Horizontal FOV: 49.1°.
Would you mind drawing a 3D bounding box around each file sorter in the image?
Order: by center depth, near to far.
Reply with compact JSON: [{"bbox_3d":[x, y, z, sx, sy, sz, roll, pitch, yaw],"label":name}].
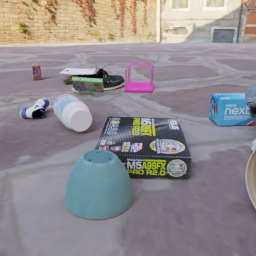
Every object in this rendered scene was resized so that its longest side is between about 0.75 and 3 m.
[{"bbox_3d":[0.571,-2.488,13.497,1.308,1.181,1.883,3,21,7],"label":"file sorter"}]

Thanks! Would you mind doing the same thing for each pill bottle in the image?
[{"bbox_3d":[-1.663,-0.452,8.483,0.865,0.865,1.591,-10,23,-26],"label":"pill bottle"}]

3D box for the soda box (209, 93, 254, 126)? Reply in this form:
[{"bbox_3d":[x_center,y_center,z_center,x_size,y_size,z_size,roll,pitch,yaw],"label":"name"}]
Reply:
[{"bbox_3d":[3.986,-0.615,8.902,2.577,0.874,0.827,-1,21,-3],"label":"soda box"}]

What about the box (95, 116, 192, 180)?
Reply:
[{"bbox_3d":[0.340,0.359,6.756,1.991,0.550,2.486,1,21,3],"label":"box"}]

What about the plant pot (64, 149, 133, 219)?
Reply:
[{"bbox_3d":[-0.514,0.869,4.939,1.238,0.834,1.238,2,20,-1],"label":"plant pot"}]

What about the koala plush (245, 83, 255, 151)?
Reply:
[{"bbox_3d":[3.851,-0.052,7.044,1.597,1.655,1.801,-4,38,21],"label":"koala plush"}]

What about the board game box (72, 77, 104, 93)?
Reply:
[{"bbox_3d":[-1.712,-1.857,12.102,1.276,0.186,0.859,5,-24,1],"label":"board game box"}]

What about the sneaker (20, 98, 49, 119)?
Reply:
[{"bbox_3d":[-2.989,-0.588,9.530,0.688,0.481,1.192,13,30,21],"label":"sneaker"}]

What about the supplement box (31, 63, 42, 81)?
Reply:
[{"bbox_3d":[-5.142,-3.153,15.712,0.449,0.871,0.570,-9,22,-23],"label":"supplement box"}]

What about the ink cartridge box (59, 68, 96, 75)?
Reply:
[{"bbox_3d":[-2.836,-3.072,16.078,1.810,0.459,2.054,0,20,-1],"label":"ink cartridge box"}]

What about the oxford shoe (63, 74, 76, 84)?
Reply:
[{"bbox_3d":[-2.891,-2.583,14.761,1.156,0.488,0.420,-17,28,-34],"label":"oxford shoe"}]

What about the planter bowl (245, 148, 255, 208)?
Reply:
[{"bbox_3d":[2.816,0.788,4.244,1.074,1.596,1.596,-8,21,-36],"label":"planter bowl"}]

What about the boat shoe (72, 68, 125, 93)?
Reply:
[{"bbox_3d":[-1.346,-2.363,13.334,2.758,0.914,1.031,-11,33,-25],"label":"boat shoe"}]
